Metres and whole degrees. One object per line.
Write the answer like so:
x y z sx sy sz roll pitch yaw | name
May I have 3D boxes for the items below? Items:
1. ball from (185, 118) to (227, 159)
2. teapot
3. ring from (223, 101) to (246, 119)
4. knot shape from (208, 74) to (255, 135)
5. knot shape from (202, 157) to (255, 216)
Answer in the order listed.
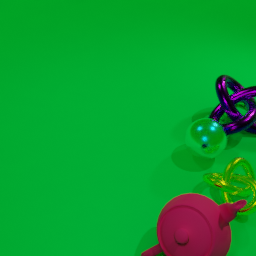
1.916 0.262 6.904 1.009 1.009 1.009 0 39 0 | ball
1.099 1.733 4.739 2.083 1.020 1.295 -36 64 17 | teapot
3.450 -0.555 8.551 1.211 0.242 1.211 0 39 0 | ring
3.281 -0.554 7.752 1.921 0.949 2.053 11 65 13 | knot shape
2.326 1.272 5.959 1.275 0.589 1.193 -11 46 -12 | knot shape
